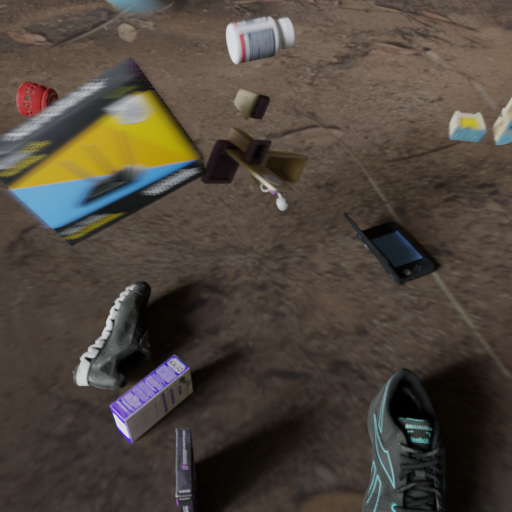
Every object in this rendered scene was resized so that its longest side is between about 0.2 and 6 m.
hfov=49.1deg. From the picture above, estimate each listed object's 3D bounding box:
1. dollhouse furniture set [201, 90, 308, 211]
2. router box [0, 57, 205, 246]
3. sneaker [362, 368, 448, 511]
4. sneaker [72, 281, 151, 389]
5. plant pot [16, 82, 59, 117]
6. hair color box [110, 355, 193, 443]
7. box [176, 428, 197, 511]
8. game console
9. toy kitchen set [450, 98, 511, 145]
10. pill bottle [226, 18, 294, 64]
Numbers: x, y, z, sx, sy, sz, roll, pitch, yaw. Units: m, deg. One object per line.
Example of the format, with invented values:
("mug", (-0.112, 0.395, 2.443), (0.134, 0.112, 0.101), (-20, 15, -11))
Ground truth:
("dollhouse furniture set", (0.606, -1.626, 9.623), (2.241, 1.776, 1.591), (-8, 42, -49))
("router box", (-2.197, -1.361, 7.855), (2.396, 1.787, 0.612), (-27, 41, 13))
("sneaker", (2.023, 2.941, 7.605), (1.129, 1.187, 2.995), (2, 46, 0))
("sneaker", (-2.138, 1.382, 9.518), (0.976, 0.717, 2.156), (16, 51, 11))
("plant pot", (-5.750, -4.101, 14.833), (0.817, 0.897, 0.897), (10, 46, 6))
("hair color box", (-1.587, 2.200, 8.666), (0.410, 0.692, 1.267), (35, 54, 30))
("box", (-0.921, 3.006, 7.455), (0.230, 1.272, 0.910), (-4, 46, -4))
("game console", (2.616, -0.285, 11.006), (1.365, 0.903, 1.552), (-18, 48, -17))
("toy kitchen set", (4.226, -2.485, 9.776), (1.175, 1.466, 0.864), (5, 59, -2))
("pill bottle", (0.070, -3.280, 8.474), (0.940, 0.562, 0.562), (-15, 47, -11))
